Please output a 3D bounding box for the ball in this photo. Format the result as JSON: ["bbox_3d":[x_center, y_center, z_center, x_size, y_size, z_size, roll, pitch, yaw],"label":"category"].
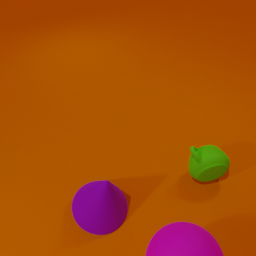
[{"bbox_3d":[0.846,2.030,4.210,1.175,1.175,1.175,0,44,0],"label":"ball"}]

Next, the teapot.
[{"bbox_3d":[1.730,0.728,6.060,0.869,1.398,0.684,-35,46,25],"label":"teapot"}]

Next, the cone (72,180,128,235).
[{"bbox_3d":[-0.461,1.255,5.269,1.137,1.141,1.137,7,51,-8],"label":"cone"}]
